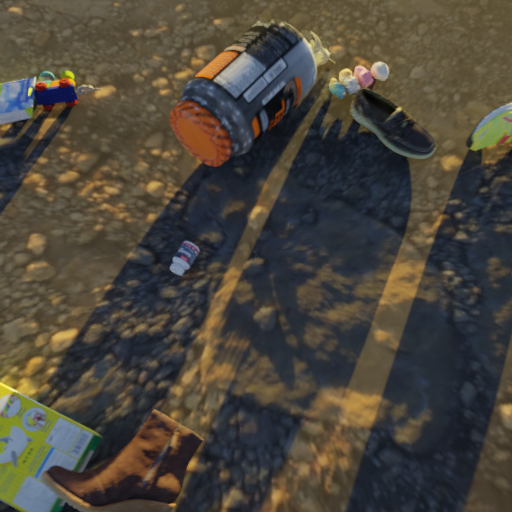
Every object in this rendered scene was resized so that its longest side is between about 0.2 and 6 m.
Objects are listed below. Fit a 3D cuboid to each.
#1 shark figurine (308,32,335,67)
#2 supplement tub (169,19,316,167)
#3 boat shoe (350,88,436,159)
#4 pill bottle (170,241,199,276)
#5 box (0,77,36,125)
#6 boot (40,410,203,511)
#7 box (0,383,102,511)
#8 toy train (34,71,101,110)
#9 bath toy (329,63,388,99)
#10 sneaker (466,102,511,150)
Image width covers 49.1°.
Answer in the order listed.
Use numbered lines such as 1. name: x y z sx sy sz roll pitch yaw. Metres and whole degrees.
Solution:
1. shark figurine: 1.318 -4.380 12.540 0.982 1.644 0.686 32 101 -14
2. supplement tub: -0.267 -3.304 11.472 1.806 1.806 2.948 37 70 16
3. boat shoe: 2.889 -2.802 11.850 2.078 0.673 0.761 35 72 15
4. pill bottle: -1.373 0.057 10.652 0.359 0.359 0.601 24 66 11
5. box: -5.452 -3.336 12.197 1.472 0.351 0.898 -9 64 6
6. boot: -2.016 3.155 8.650 2.050 0.742 1.706 32 70 -16
7. box: -4.025 3.023 9.073 2.565 0.620 1.505 24 67 9
8. toy train: -4.158 -3.798 12.455 1.449 0.613 0.838 -10 51 -5
9. bath toy: 2.314 -3.988 12.577 1.326 0.490 0.577 -24 99 -9
10. sneaker: 5.490 -2.625 11.687 2.289 0.894 1.033 -23 72 -9
